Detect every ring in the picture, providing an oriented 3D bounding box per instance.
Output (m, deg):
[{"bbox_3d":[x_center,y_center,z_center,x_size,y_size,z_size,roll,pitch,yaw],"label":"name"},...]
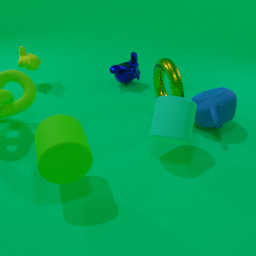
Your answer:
[{"bbox_3d":[1.035,-1.053,7.289,0.305,1.527,1.527,-14,35,-11],"label":"ring"}]

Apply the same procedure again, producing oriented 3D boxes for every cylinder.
[{"bbox_3d":[-1.124,0.351,4.826,0.881,0.881,0.881,-10,36,-15],"label":"cylinder"},{"bbox_3d":[0.925,-0.144,5.757,0.835,0.835,0.835,12,-8,2],"label":"cylinder"}]

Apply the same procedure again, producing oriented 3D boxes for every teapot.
[{"bbox_3d":[2.121,-0.457,6.936,1.172,0.923,1.885,-16,15,19],"label":"teapot"}]

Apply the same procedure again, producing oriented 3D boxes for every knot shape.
[{"bbox_3d":[-2.975,-0.619,6.634,1.726,0.852,1.844,-51,37,-12],"label":"knot shape"}]

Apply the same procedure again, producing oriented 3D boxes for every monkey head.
[{"bbox_3d":[-0.049,-1.926,9.026,0.824,0.984,1.368,1,3,23],"label":"monkey head"},{"bbox_3d":[-3.119,-2.192,8.865,0.631,0.754,1.048,0,14,1],"label":"monkey head"}]
